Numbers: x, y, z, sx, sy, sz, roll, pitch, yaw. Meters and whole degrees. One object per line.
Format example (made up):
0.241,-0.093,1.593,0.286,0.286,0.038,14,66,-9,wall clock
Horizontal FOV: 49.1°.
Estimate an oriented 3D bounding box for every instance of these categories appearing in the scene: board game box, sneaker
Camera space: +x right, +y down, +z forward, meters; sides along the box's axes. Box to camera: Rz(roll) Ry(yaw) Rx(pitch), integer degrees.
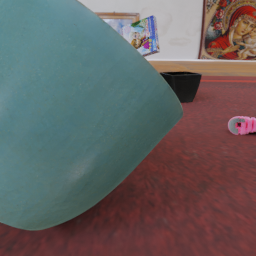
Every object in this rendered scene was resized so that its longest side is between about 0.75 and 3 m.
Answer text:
0.512,-3.590,11.323,1.469,1.473,0.303,-10,-9,32,board game box
3.662,-0.069,7.834,1.583,0.625,0.755,9,8,23,sneaker

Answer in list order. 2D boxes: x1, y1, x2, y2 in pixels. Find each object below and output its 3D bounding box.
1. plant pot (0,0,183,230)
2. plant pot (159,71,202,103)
-1.080,-0.091,3.840,2.866,2.300,2.866,36,-3,2,plant pot
2.241,-1.788,12.259,1.389,1.232,1.385,-5,17,-18,plant pot
